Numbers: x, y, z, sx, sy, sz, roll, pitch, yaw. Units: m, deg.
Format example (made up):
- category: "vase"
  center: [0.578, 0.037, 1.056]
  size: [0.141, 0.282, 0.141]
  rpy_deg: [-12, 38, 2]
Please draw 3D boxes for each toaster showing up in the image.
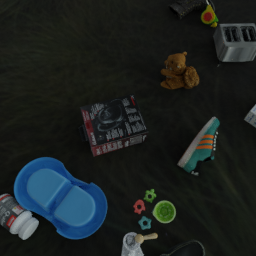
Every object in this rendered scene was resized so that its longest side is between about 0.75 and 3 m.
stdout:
- category: "toaster"
  center: [4.181, -3.288, 10.882]
  size: [1.444, 0.948, 1.597]
  rpy_deg: [-1, 63, 1]

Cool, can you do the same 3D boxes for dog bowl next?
- category: "dog bowl"
  center: [-1.931, 2.073, 8.239]
  size: [2.890, 0.716, 1.611]
  rpy_deg: [29, 66, 15]

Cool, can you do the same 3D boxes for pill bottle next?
- category: "pill bottle"
  center: [-3.232, 2.525, 7.981]
  size: [1.286, 0.745, 0.745]
  rpy_deg: [31, 67, 15]

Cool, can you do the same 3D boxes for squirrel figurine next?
- category: "squirrel figurine"
  center: [1.932, -2.043, 9.995]
  size: [1.466, 1.368, 1.037]
  rpy_deg: [27, 66, 13]

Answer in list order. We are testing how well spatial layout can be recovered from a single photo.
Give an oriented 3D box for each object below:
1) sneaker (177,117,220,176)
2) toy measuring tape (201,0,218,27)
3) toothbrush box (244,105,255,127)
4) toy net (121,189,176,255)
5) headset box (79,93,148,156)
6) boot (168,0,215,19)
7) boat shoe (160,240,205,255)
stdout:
- category: "sneaker"
  center: [2.483, 0.604, 9.037]
  size: [0.844, 0.754, 2.111]
  rpy_deg: [36, 72, 10]
- category: "toy measuring tape"
  center: [3.218, -4.945, 11.771]
  size: [0.609, 0.609, 1.656]
  rpy_deg: [-32, 96, -15]
- category: "toothbrush box"
  center: [4.958, -0.337, 9.525]
  size: [1.482, 0.632, 1.085]
  rpy_deg: [39, 69, 18]
- category: "toy net"
  center: [0.299, 2.150, 6.089]
  size: [0.836, 0.308, 1.593]
  rpy_deg: [37, 81, 10]
- category: "headset box"
  center: [-0.565, -0.090, 9.300]
  size: [2.097, 0.810, 1.561]
  rpy_deg: [-16, 64, -7]
- category: "boot"
  center: [2.728, -5.147, 12.141]
  size: [1.442, 0.573, 1.656]
  rpy_deg: [-39, 65, -12]
- category: "boat shoe"
  center: [0.977, 3.830, 7.244]
  size: [2.661, 0.900, 0.956]
  rpy_deg: [-28, 65, -15]
